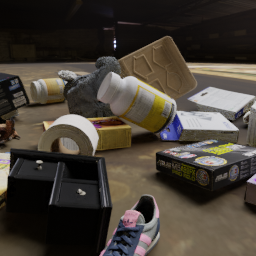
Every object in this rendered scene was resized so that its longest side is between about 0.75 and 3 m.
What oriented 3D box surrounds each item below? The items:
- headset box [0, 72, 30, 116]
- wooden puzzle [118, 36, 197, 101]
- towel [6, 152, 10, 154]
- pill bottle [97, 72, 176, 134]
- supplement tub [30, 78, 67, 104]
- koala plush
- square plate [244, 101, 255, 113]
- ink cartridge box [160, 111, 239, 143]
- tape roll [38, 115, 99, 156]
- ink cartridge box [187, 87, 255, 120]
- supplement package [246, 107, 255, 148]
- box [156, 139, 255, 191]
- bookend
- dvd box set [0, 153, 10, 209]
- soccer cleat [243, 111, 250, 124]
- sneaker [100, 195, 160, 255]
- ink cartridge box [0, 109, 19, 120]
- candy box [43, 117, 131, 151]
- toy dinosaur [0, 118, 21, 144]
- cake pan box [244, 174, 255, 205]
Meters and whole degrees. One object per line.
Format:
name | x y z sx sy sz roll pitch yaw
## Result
headset box | -5.728 -1.269 11.310 2.344 1.249 2.692 -31 31 -32
wooden puzzle | 1.201 -2.230 12.143 2.853 2.642 0.660 -31 1 -14
towel | -2.892 0.776 7.261 0.769 0.187 0.430 2 16 9
pill bottle | 0.273 -0.823 8.942 2.357 1.320 1.320 25 7 -22
supplement tub | -4.024 -1.921 14.450 1.709 1.236 1.236 -12 20 -36
koala plush | -1.642 -1.324 10.809 2.459 2.373 2.675 -38 35 -23
square plate | 5.944 -0.997 13.059 2.021 0.287 2.002 7 18 21
ink cartridge box | 2.273 -0.104 9.693 2.366 0.480 2.361 1 17 2
tape roll | -1.388 0.388 6.657 1.271 1.271 0.872 1 16 2
ink cartridge box | 4.099 -1.136 12.389 2.249 0.457 2.245 22 35 37
supplement package | 4.190 0.213 7.392 1.219 1.174 2.143 0 17 0
box | 1.955 0.750 6.513 2.088 0.462 1.673 -9 12 -34
bookend | -1.242 1.090 4.604 1.766 0.814 1.755 7 16 -10
dvd box set | -2.921 1.088 5.978 1.573 0.316 2.150 3 17 10
soccer cleat | 5.234 -0.242 9.790 2.327 0.806 0.903 7 21 44
sneaker | -0.061 1.530 3.733 0.632 0.739 1.802 6 18 22
ink cartridge box | -5.034 -0.682 11.693 0.625 0.361 0.862 -26 28 -32
candy box | -1.253 0.182 8.372 2.394 0.676 1.397 -3 17 -20
toy dinosaur | -4.093 0.214 7.959 1.659 1.051 2.448 30 30 -12
cake pan box | 3.435 1.196 5.331 1.917 0.501 1.766 -16 20 -42
